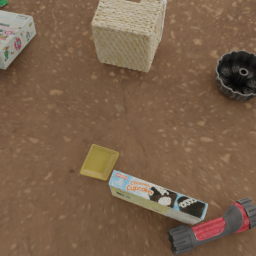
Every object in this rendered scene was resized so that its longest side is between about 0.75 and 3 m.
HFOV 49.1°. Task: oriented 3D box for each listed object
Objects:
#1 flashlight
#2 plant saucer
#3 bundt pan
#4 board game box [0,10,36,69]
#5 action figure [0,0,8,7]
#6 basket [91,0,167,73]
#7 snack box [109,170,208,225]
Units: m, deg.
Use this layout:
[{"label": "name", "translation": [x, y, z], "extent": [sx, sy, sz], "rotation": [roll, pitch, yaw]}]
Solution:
[{"label": "flashlight", "translation": [2.669, 3.058, 8.786], "extent": [2.863, 0.973, 0.969], "rotation": [-15, 67, -8]}, {"label": "plant saucer", "translation": [-1.011, 1.152, 9.605], "extent": [0.269, 1.110, 1.110], "rotation": [33, 99, 56]}, {"label": "bundt pan", "translation": [4.501, -2.021, 11.271], "extent": [2.201, 0.826, 2.201], "rotation": [0, 65, -1]}, {"label": "board game box", "translation": [-5.474, -3.796, 11.727], "extent": [2.058, 0.897, 2.789], "rotation": [12, 50, 7]}, {"label": "action figure", "translation": [-6.327, -5.890, 13.375], "extent": [1.212, 0.332, 0.716], "rotation": [-22, 65, -18]}, {"label": "basket", "translation": [0.048, -3.897, 11.241], "extent": [2.490, 2.513, 2.021], "rotation": [14, 67, 7]}, {"label": "snack box", "translation": [0.847, 2.224, 8.789], "extent": [2.876, 1.671, 0.534], "rotation": [19, 67, 8]}]
